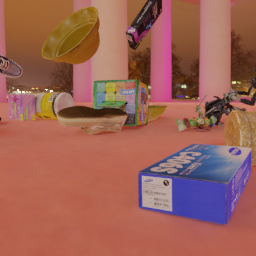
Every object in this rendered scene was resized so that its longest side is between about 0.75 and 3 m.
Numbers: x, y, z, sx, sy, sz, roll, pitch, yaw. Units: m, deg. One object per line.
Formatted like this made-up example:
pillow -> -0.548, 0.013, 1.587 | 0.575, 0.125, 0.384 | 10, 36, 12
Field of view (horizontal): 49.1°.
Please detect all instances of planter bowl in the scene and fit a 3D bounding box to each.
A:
planter bowl -> -1.770, -3.039, 9.957 | 2.484, 2.484, 1.035 | 6, -28, 40

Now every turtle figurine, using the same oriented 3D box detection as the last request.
turtle figurine -> 2.163, -0.425, 9.081 | 1.280, 0.950, 1.320 | -16, -38, 10

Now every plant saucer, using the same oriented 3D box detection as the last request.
plant saucer -> 0.145, -0.694, 13.167 | 2.895, 0.694, 2.899 | 2, 7, 20

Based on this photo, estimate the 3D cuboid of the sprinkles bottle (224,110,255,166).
sprinkles bottle -> 3.125, 0.183, 4.565 | 2.855, 0.974, 0.974 | 0, 7, 4

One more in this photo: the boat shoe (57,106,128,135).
boat shoe -> -1.032, -0.158, 8.397 | 2.409, 0.783, 0.869 | -4, 30, -45

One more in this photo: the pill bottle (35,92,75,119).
pill bottle -> -3.956, -1.099, 13.993 | 2.343, 1.339, 1.339 | 3, 7, 30

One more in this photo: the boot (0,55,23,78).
boot -> -3.785, -1.883, 8.292 | 1.507, 0.548, 0.681 | 20, 1, -41

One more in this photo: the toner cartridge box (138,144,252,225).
toner cartridge box -> 0.969, 0.568, 3.551 | 0.922, 0.419, 1.941 | 4, 8, 29

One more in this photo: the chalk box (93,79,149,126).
chalk box -> -0.276, -0.884, 10.068 | 1.600, 1.592, 2.572 | 2, 2, 15

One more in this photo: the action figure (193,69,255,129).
action figure -> 3.752, -0.693, 9.888 | 2.948, 1.504, 1.752 | -41, 14, 35

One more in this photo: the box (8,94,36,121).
box -> -5.158, -1.016, 13.578 | 1.402, 1.233, 0.678 | 6, 9, 39

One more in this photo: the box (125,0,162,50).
box -> 0.562, -3.527, 9.272 | 0.307, 1.699, 1.215 | 33, 1, 8
